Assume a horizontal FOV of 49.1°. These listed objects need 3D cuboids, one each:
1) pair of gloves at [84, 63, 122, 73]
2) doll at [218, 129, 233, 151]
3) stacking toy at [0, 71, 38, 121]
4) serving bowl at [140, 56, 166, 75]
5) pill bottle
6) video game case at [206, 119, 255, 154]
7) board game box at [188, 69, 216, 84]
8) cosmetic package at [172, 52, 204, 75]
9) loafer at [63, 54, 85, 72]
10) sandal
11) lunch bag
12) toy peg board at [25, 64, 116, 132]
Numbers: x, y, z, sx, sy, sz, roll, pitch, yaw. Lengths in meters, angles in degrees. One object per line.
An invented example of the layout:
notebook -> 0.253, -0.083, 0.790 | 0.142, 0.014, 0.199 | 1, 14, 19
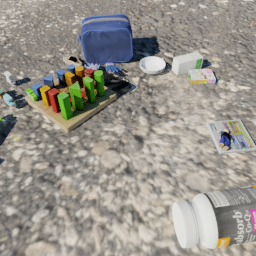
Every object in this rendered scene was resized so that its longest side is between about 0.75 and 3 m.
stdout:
pair of gloves -> -1.203, -2.888, 13.506 | 1.794, 0.204, 1.442 | 0, 27, -10
doll -> 3.571, 0.357, 10.333 | 0.694, 0.246, 1.017 | 37, 44, -2
stacking toy -> -5.310, -1.317, 11.961 | 2.550, 0.599, 1.923 | 34, 59, 29
serving bowl -> 1.191, -2.996, 13.730 | 1.255, 0.413, 1.255 | 0, 46, 0
pill bottle -> 2.644, 2.484, 7.762 | 2.581, 1.502, 1.502 | -8, 47, -6
video game case -> 3.931, 0.306, 10.756 | 1.413, 0.171, 1.552 | -6, 46, -5
board game box -> 3.505, -2.457, 13.341 | 1.139, 0.230, 0.872 | -2, 46, -2
cosmetic package -> 2.893, -3.145, 13.651 | 1.371, 0.738, 0.582 | -19, 50, -15
loafer -> -2.699, -3.350, 13.965 | 0.637, 0.557, 1.771 | -28, 53, -24
sandal -> -0.868, -2.261, 12.979 | 2.256, 0.483, 0.858 | 27, 52, 23
lunch bag -> -1.165, -4.515, 14.148 | 2.800, 1.902, 1.852 | -3, 46, -1
toy peg board -> -2.473, -1.720, 11.836 | 2.848, 1.399, 2.860 | 33, 54, 27
